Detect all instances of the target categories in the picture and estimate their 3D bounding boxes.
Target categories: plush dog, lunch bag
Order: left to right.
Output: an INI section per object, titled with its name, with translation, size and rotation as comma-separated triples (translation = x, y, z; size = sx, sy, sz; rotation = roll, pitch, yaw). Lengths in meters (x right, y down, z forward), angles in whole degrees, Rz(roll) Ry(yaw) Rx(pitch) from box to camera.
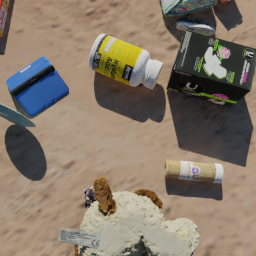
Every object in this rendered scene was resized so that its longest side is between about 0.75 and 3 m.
[plush dog]
translation = -0.272, 2.114, 6.126
size = 2.826, 2.427, 2.267
rotation = -28, 87, -12
[lunch bag]
translation = 1.821, -4.494, 8.942
size = 1.715, 1.046, 1.461
rotation = -13, 80, 16

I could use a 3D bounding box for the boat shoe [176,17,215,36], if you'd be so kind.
[boat shoe]
translation = 2.193, -3.311, 8.993
size = 1.255, 0.439, 0.416
rotation = 13, 79, 11

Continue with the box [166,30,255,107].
[box]
translation = 2.332, -1.627, 8.001
size = 2.058, 1.529, 1.280
rotation = 17, 77, 4

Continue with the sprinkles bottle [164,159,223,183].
[sprinkles bottle]
translation = 1.821, 1.213, 7.850
size = 1.572, 0.536, 0.536
rotation = 5, 77, 2

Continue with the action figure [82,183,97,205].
[action figure]
translation = -0.895, 1.906, 7.824
size = 0.881, 0.306, 0.574
rotation = 22, 85, 9

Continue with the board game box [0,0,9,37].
[board game box]
translation = -4.816, -4.155, 9.103
size = 1.726, 0.528, 2.279
rotation = 4, 77, 1

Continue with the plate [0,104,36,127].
[plate]
translation = -3.205, -0.317, 7.688
size = 1.401, 1.401, 0.179
rotation = 24, 74, 5

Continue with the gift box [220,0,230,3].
[gift box]
translation = 3.238, -4.614, 9.027
size = 0.848, 0.783, 0.792
rotation = -9, 74, -22

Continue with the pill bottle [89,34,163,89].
[pill bottle]
translation = -0.043, -1.906, 8.284
size = 2.018, 1.123, 1.123
rotation = 22, 78, 5

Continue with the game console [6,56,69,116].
[game console]
translation = -2.795, -1.313, 8.647
size = 1.467, 0.868, 1.252
rotation = -36, 48, -8
